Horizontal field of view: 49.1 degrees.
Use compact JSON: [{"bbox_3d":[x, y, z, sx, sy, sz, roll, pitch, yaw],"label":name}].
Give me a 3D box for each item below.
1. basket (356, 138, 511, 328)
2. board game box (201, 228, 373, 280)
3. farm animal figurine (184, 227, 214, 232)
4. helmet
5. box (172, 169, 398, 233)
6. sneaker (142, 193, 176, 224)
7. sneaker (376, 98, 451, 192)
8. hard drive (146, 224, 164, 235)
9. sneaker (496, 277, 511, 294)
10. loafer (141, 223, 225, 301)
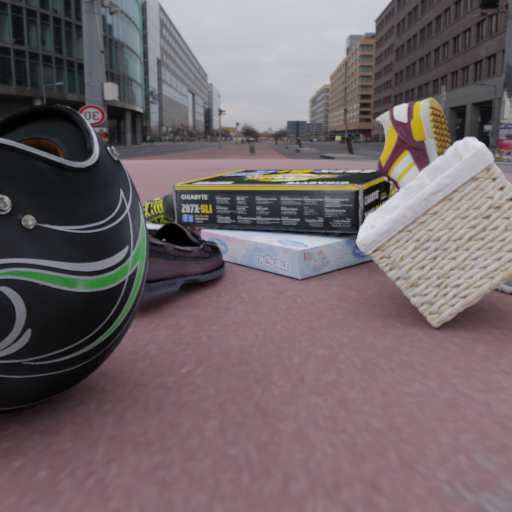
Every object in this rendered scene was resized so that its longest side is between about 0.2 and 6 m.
[{"bbox_3d":[2.485,-0.369,7.151,1.852,1.490,1.836,-42,1,20],"label":"basket"},{"bbox_3d":[0.751,-0.255,10.623,2.579,0.562,2.592,-11,17,-41],"label":"board game box"},{"bbox_3d":[-1.352,-0.906,13.420,1.449,0.756,1.433,-18,9,-41],"label":"farm animal figurine"},{"bbox_3d":[-2.138,-0.010,4.781,2.581,2.581,2.460,7,12,28],"label":"helmet"},{"bbox_3d":[0.716,-1.197,11.311,3.756,0.927,2.999,4,13,26],"label":"box"},{"bbox_3d":[-2.274,-1.045,13.359,0.808,0.711,1.910,1,-10,-20],"label":"sneaker"},{"bbox_3d":[2.531,-1.209,8.897,1.076,2.388,0.895,-7,-1,39],"label":"sneaker"},{"bbox_3d":[-2.456,-0.625,13.235,0.962,0.182,0.672,4,13,13],"label":"hard drive"},{"bbox_3d":[3.809,0.119,8.534,0.674,0.740,1.804,-8,15,-32],"label":"sneaker"},{"bbox_3d":[-1.238,-0.081,8.378,1.138,0.997,3.166,5,9,17],"label":"loafer"}]
